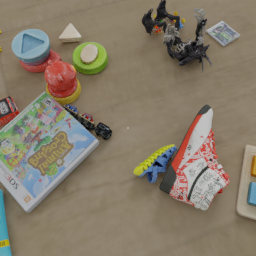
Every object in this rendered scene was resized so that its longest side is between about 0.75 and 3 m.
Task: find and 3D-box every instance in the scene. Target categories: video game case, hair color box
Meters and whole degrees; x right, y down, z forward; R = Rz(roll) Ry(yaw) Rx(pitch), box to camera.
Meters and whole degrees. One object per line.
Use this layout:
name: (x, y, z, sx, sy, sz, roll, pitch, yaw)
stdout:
video game case: (3.355, -3.343, 9.900, 0.800, 0.103, 0.880, -34, 68, -15)
video game case: (-2.480, 0.541, 7.690, 2.330, 0.282, 2.560, 41, 77, 18)
hair color box: (-3.893, -0.383, 8.260, 1.224, 0.375, 0.621, -28, 68, -13)

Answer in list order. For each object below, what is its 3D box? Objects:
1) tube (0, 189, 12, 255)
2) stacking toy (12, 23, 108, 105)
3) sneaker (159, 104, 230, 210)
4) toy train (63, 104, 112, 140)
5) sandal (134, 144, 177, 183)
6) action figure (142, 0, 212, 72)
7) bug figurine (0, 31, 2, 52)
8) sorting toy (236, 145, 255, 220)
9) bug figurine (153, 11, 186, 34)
tube: (-3.234, 2.439, 6.769, 0.726, 0.472, 1.874, -12, 63, -11)
stacking toy: (-2.102, -2.423, 8.788, 2.496, 1.164, 2.757, -42, 72, -17)
sneaker: (2.053, 0.771, 7.400, 1.462, 0.911, 2.729, 27, 70, 12)
toy train: (-1.226, -0.230, 8.224, 1.788, 0.305, 0.409, 29, 65, 14)
sandal: (0.819, 0.967, 7.552, 1.387, 0.551, 0.604, -38, 89, -16)
action figure: (1.699, -3.042, 9.025, 1.610, 1.383, 2.709, -37, 70, -20)
bug figurine: (-5.302, -2.905, 9.431, 2.137, 0.550, 1.657, -30, 67, -15)
sorting toy: (3.928, 1.521, 7.303, 1.908, 0.376, 2.061, 15, 64, 7)
bug figurine: (1.409, -3.756, 10.000, 1.177, 0.303, 0.913, -8, 58, 0)
